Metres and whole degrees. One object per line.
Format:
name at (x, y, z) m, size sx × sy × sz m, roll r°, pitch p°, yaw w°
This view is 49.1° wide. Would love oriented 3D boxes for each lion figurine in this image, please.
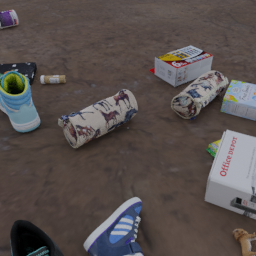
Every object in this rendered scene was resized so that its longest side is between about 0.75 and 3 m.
lion figurine at (2.537, 2.527, 5.987) m, size 0.498 × 0.295 × 0.813 m, roll -23°, pitch 38°, yaw 27°

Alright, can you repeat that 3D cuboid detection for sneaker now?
sneaker at (0.066, 2.399, 5.943) m, size 1.277 × 0.703 × 1.745 m, roll 37°, pitch 45°, yaw 23°
sneaker at (-3.924, -1.300, 9.542) m, size 1.131 × 1.857 × 2.845 m, roll -27°, pitch 45°, yaw -28°
sneaker at (-1.433, 2.869, 4.892) m, size 1.110 × 1.167 × 2.944 m, roll -25°, pitch 46°, yaw -30°

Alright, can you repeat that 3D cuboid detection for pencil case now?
pencil case at (-0.886, -0.398, 9.068) m, size 2.610 × 1.016 × 1.167 m, roll -29°, pitch 66°, yaw -30°
pencil case at (2.672, -1.246, 10.146) m, size 1.124 × 0.978 × 2.513 m, roll 12°, pitch 37°, yaw 41°

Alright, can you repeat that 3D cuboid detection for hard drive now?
hard drive at (-5.049, -2.296, 11.968) m, size 2.060 × 0.390 × 1.439 m, roll -4°, pitch 39°, yaw -6°

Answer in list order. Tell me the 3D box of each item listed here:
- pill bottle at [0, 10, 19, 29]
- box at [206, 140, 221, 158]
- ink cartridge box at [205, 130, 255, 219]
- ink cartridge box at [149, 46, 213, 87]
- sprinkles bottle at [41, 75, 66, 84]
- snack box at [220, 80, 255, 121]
pill bottle at (-7.522, -6.482, 16.806) m, size 1.611 × 0.897 × 0.897 m, roll -26°, pitch 45°, yaw -28°
box at (2.854, 0.604, 8.476) m, size 0.900 × 0.218 × 0.528 m, roll -20°, pitch 43°, yaw -20°
ink cartridge box at (3.339, 1.266, 6.857) m, size 2.467 × 1.022 × 1.811 m, roll 17°, pitch 49°, yaw 21°
ink cartridge box at (2.249, -2.822, 12.229) m, size 2.106 × 0.883 × 1.849 m, roll -24°, pitch 44°, yaw -26°
sprinkles bottle at (-3.107, -2.020, 11.665) m, size 0.991 × 0.338 × 0.338 m, roll -2°, pitch 39°, yaw -3°
snack box at (4.469, -0.973, 10.123) m, size 1.841 × 0.623 × 1.552 m, roll 16°, pitch 42°, yaw 21°
